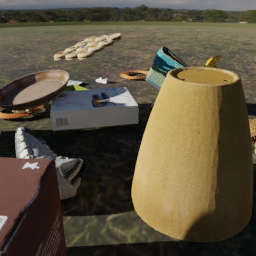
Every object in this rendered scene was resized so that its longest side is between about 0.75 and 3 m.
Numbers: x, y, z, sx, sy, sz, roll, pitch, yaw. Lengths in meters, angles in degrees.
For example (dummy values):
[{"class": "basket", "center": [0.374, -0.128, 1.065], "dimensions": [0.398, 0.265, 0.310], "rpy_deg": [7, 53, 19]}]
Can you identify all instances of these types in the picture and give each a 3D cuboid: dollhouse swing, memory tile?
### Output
[{"class": "dollhouse swing", "center": [3.231, -2.135, 10.486], "dimensions": [0.918, 0.835, 0.807], "rpy_deg": [-23, -8, -37]}, {"class": "memory tile", "center": [-1.339, -2.791, 9.584], "dimensions": [1.646, 0.180, 2.147], "rpy_deg": [9, 37, 34]}]

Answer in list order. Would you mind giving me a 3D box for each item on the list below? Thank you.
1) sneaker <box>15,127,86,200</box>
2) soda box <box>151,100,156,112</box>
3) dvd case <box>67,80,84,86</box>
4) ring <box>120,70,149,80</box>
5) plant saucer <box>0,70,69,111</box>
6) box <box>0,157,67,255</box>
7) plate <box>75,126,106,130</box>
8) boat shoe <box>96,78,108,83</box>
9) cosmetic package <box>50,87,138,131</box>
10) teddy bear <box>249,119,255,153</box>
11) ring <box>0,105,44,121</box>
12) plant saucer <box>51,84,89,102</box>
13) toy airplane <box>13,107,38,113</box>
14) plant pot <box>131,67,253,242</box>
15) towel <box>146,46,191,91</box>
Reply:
[{"class": "sneaker", "center": [-1.984, 0.901, 7.279], "dimensions": [1.655, 1.075, 2.866], "rpy_deg": [-6, 36, -23]}, {"class": "soda box", "center": [2.244, -0.468, 9.948], "dimensions": [2.737, 0.867, 0.969], "rpy_deg": [4, 23, 18]}, {"class": "dvd case", "center": [-3.059, -2.285, 14.886], "dimensions": [0.923, 0.114, 1.294], "rpy_deg": [10, 27, 20]}, {"class": "ring", "center": [0.465, -3.114, 16.584], "dimensions": [1.881, 0.181, 1.881], "rpy_deg": [-1, 25, 0]}, {"class": "plant saucer", "center": [-3.535, -1.396, 10.477], "dimensions": [2.885, 0.463, 2.885], "rpy_deg": [-10, 33, 7]}, {"class": "box", "center": [-2.008, 1.750, 3.988], "dimensions": [1.751, 2.132, 1.769], "rpy_deg": [2, 25, 4]}, {"class": "plate", "center": [-1.589, -0.505, 10.930], "dimensions": [2.215, 0.283, 2.215], "rpy_deg": [0, 26, 0]}, {"class": "boat shoe", "center": [-1.445, -2.662, 15.497], "dimensions": [0.789, 0.270, 0.284], "rpy_deg": [18, 31, 34]}, {"class": "cosmetic package", "center": [-1.286, -0.789, 10.354], "dimensions": [2.957, 0.764, 2.230], "rpy_deg": [-5, 23, -11]}, {"class": "teddy bear", "center": [4.195, 0.527, 8.471], "dimensions": [1.516, 0.698, 2.091], "rpy_deg": [-14, 36, -13]}, {"class": "ring", "center": [-4.608, -0.772, 11.596], "dimensions": [2.191, 0.210, 2.191], "rpy_deg": [0, 26, 0]}, {"class": "plant saucer", "center": [-2.686, -1.421, 12.678], "dimensions": [1.816, 0.435, 1.819], "rpy_deg": [-23, 33, -39]}, {"class": "toy airplane", "center": [-3.984, -0.800, 11.062], "dimensions": [0.851, 0.855, 0.603], "rpy_deg": [19, 37, -58]}, {"class": "plant pot", "center": [1.468, 0.313, 6.057], "dimensions": [2.790, 2.994, 2.790], "rpy_deg": [0, 26, 0]}, {"class": "towel", "center": [1.779, -1.819, 10.656], "dimensions": [2.119, 0.313, 2.889], "rpy_deg": [36, -12, 2]}]
